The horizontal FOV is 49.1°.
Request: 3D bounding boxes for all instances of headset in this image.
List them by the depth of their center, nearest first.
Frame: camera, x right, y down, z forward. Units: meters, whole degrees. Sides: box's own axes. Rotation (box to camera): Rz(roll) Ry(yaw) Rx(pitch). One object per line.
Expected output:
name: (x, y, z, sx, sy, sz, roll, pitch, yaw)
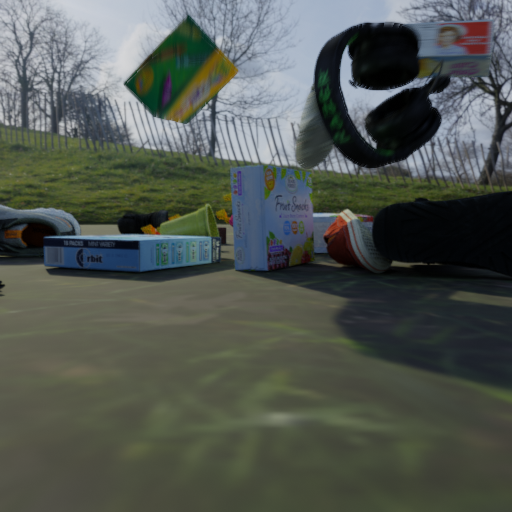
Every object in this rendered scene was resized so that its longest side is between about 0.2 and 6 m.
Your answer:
headset: (1.859, -2.339, 8.232, 3.085, 1.905, 1.450, -23, 9, -38)

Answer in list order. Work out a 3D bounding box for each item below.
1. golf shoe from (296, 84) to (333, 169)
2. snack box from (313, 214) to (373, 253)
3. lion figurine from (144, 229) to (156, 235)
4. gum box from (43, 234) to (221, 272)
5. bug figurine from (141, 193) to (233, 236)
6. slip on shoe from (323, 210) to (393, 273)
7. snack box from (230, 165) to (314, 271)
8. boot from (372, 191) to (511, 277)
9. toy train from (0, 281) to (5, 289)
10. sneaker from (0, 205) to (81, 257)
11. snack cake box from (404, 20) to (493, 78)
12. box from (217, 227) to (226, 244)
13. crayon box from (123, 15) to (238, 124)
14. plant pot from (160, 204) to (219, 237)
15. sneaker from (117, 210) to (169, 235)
golf shoe: (1.183, -2.548, 11.331, 0.741, 1.892, 0.920, 18, -13, -10)
snack box: (1.119, -0.521, 12.437, 2.522, 0.854, 2.127, -2, 5, -3)
lion figurine: (-2.316, -0.386, 13.389, 0.759, 0.449, 1.240, -30, -15, -13)
gum box: (-1.883, -0.081, 8.899, 1.829, 0.480, 2.153, 2, 5, 27)
bug figurine: (-1.030, -0.705, 12.660, 2.813, 0.724, 2.181, -22, -8, 4)
slip on shoe: (1.485, -0.137, 8.586, 0.733, 0.887, 2.394, -43, 10, 9)
snack box: (0.300, -0.582, 8.626, 0.605, 1.508, 1.788, -1, 3, 27)
boot: (3.112, -0.330, 7.935, 2.869, 1.096, 2.411, 2, 4, 18)
toy train: (-3.316, 0.158, 6.447, 0.547, 0.408, 2.389, -16, 12, -27)
sneaker: (-4.963, -0.490, 10.771, 2.947, 1.089, 1.168, 0, 9, -9)
snack cake box: (3.326, -3.636, 9.865, 1.521, 0.874, 0.511, 6, -29, 19)
box: (-1.193, -0.575, 15.841, 0.570, 0.468, 0.473, -2, 5, -29)
crayon box: (-1.245, -3.234, 10.107, 1.531, 0.751, 2.578, -42, 4, 11)
plant pot: (-1.225, -0.356, 10.297, 0.946, 1.029, 1.029, -12, 3, 4)
sneaker: (-3.479, -0.848, 17.104, 1.618, 0.932, 3.103, -1, 0, -8)
